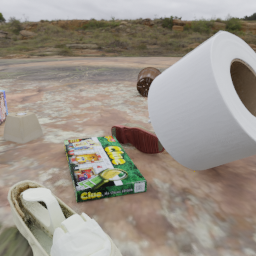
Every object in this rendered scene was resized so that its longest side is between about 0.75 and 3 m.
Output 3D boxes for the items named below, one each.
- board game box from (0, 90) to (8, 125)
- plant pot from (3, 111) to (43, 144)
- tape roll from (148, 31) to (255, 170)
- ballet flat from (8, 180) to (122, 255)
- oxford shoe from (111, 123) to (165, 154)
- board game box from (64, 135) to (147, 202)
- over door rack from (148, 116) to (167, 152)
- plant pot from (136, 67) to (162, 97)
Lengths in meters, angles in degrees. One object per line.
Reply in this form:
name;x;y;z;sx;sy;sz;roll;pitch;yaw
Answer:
board game box;-5.647;-0.569;10.088;1.868;1.134;2.342;-2;19;-7
plant pot;-3.443;-0.078;9.126;0.919;0.814;0.918;8;20;26
tape roll;2.063;-0.529;6.547;2.734;2.734;1.877;-18;-9;-43
ballet flat;-0.945;1.510;3.977;1.005;1.005;2.894;-16;24;-41
oxford shoe;0.411;0.177;8.222;0.781;0.736;2.088;-23;29;-37
board game box;-0.722;0.854;6.999;1.512;0.339;2.886;-3;19;-17
over door rack;0.959;-0.144;8.561;0.579;1.284;1.738;-3;17;-14
plant pot;1.166;-2.548;15.894;1.540;1.540;1.524;4;25;12
